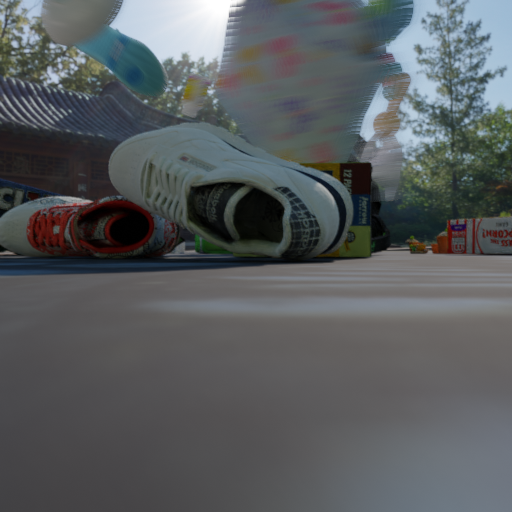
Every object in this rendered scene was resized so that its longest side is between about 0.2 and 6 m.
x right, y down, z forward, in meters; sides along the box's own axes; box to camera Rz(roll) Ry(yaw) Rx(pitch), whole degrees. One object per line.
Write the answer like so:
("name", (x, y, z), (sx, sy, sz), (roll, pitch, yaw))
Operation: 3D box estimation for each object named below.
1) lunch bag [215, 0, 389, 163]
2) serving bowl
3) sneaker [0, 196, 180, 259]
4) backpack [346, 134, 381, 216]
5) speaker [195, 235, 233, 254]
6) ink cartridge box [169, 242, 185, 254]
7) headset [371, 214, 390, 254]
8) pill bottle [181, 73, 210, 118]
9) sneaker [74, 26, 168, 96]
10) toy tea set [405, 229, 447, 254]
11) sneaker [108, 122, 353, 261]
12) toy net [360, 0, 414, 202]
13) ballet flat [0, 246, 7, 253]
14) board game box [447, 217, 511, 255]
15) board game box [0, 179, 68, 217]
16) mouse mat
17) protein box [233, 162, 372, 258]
("lunch bag", (0.790, -2.853, 8.905), (1.889, 2.972, 2.520), (-17, -33, -23))
("serving bowl", (-2.708, -3.881, 8.449), (1.389, 1.389, 0.457), (0, -19, 23))
("sneaker", (-2.138, -0.356, 6.593), (2.340, 0.781, 1.254), (3, -2, 2))
("backpack", (1.681, -1.648, 14.954), (2.738, 3.610, 4.326), (-4, -7, 30))
("speaker", (-0.900, -0.318, 14.228), (1.284, 0.568, 0.568), (0, 1, -8))
("ink cartridge box", (-2.549, -0.249, 15.750), (0.907, 0.384, 0.655), (2, 1, 17))
("headset", (1.813, -0.257, 10.690), (1.349, 1.026, 2.184), (-2, 15, 6))
("pill bottle", (-1.344, -3.487, 12.195), (0.460, 0.882, 0.460), (20, 14, -5))
("sneaker", (-2.238, -3.403, 9.576), (1.878, 0.747, 1.226), (37, 10, -7))
("toy tea set", (4.618, -0.367, 14.574), (1.735, 0.642, 1.032), (1, 1, 43))
("sneaker", (-0.493, -0.635, 5.233), (2.713, 1.036, 1.092), (17, 23, 29))
("toy net", (2.267, -2.952, 10.354), (0.749, 3.876, 2.033), (4, 2, 0))
("ballet flat", (-6.077, -0.362, 12.153), (0.599, 0.554, 1.775), (-31, -8, 14))
("board game box", (5.889, -0.395, 11.410), (3.240, 0.750, 2.455), (0, 1, -37))
("board game box", (-4.200, -0.688, 11.761), (2.930, 0.748, 4.325), (14, -6, -27))
("mouse mat", (-1.928, -0.371, 8.262), (1.486, 0.070, 1.847), (22, -16, -18))
("protein box", (0.601, -0.551, 7.471), (1.684, 1.145, 1.697), (0, 1, 4))
